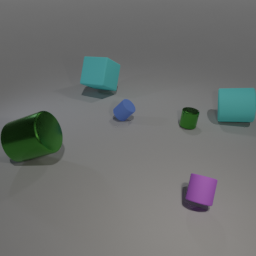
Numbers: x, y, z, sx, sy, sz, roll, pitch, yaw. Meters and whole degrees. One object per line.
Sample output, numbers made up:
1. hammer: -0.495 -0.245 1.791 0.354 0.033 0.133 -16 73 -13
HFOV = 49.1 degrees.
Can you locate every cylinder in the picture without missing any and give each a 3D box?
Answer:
1. cylinder: 2.517 -0.408 11.500 0.700 0.700 0.700 6 27 -3
2. cylinder: -0.158 -0.766 11.968 0.700 0.700 0.700 30 38 -27
3. cylinder: 1.939 1.621 7.393 0.700 0.700 0.700 14 -7 2
4. cylinder: 4.495 -0.957 11.692 1.400 1.400 1.400 1 28 16
5. cylinder: -3.104 0.290 9.135 1.400 1.400 1.400 -16 24 19

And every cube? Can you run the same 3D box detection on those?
1. cube: -1.401 -2.761 14.325 1.400 1.400 1.400 10 1 27
